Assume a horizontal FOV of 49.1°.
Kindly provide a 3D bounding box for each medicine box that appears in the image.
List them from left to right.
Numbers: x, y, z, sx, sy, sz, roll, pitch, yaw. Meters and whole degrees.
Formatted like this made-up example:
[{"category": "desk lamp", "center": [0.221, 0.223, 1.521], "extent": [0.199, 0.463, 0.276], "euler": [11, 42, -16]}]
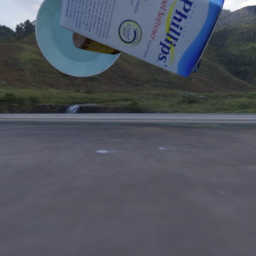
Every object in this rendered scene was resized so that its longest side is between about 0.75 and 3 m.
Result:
[{"category": "medicine box", "center": [0.467, -2.640, 5.951], "extent": [2.803, 1.443, 2.553], "euler": [23, 38, 5]}]

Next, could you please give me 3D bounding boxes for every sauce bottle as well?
[{"category": "sauce bottle", "center": [-0.545, -2.212, 7.291], "extent": [0.618, 0.618, 1.871], "euler": [3, 4, 41]}]

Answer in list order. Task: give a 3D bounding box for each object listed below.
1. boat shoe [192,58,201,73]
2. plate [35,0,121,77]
[{"category": "boat shoe", "center": [1.788, -3.177, 9.913], "extent": [1.085, 2.579, 0.885], "euler": [-4, 32, 43]}, {"category": "plate", "center": [-1.444, -2.969, 8.697], "extent": [2.746, 2.746, 0.351], "euler": [-1, 22, -15]}]
